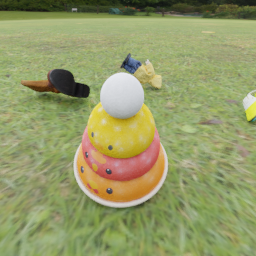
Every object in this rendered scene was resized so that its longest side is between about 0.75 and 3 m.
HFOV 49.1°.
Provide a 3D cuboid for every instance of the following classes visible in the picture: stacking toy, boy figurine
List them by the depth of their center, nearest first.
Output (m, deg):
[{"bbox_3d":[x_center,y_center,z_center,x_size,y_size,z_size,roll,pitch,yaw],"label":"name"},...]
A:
[{"bbox_3d":[-0.152,0.058,4.838,1.900,2.600,1.900,0,53,0],"label":"stacking toy"},{"bbox_3d":[0.653,-2.311,11.526,1.881,1.170,0.606,30,46,-9],"label":"boy figurine"}]

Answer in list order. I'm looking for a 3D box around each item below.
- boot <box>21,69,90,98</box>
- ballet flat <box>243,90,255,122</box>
[{"bbox_3d":[-2.825,-1.638,9.918,2.310,0.791,2.175,10,3,22],"label":"boot"},{"bbox_3d":[4.153,-0.834,9.155,0.687,0.685,2.050,44,45,13],"label":"ballet flat"}]
